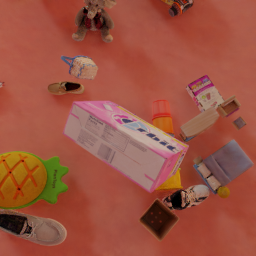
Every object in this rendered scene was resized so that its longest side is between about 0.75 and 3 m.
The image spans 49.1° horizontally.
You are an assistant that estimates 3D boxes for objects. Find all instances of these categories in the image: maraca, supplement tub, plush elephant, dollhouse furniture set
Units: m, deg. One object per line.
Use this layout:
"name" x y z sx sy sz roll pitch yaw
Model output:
"maraca" -3.058 1.513 8.273 2.548 1.363 1.747 2 66 -10
"supplement tub" 1.887 -4.352 10.019 0.900 0.481 0.481 -38 80 -8
"plush elephant" -1.137 -3.910 9.474 1.420 1.335 1.724 9 77 2
"dollhouse furniture set" 2.934 0.550 8.178 2.244 1.551 2.377 -34 78 3

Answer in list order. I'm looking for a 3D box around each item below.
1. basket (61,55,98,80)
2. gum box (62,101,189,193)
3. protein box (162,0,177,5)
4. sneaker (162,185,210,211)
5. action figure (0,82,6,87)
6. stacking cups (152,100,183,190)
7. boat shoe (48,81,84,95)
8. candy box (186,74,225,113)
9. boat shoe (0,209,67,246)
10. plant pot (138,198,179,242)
"basket" -1.508 -1.936 8.724 1.009 0.890 0.702 46 120 28
"gum box" -0.107 0.272 7.349 2.963 1.681 0.980 31 109 21
"protein box" 1.425 -5.459 9.975 1.404 0.954 1.415 30 78 1
"sneaker" 1.791 2.070 8.291 1.515 0.986 0.605 -10 78 -2
"action figure" -4.654 -1.493 9.443 1.014 0.755 0.680 3 108 -17
"stacking cups" 1.192 0.514 8.819 0.850 0.850 2.810 -2 73 0
"boat shoe" -2.103 -1.383 9.373 1.240 0.412 0.459 -2 77 -1
"candy box" 2.573 -1.091 9.336 0.783 0.350 1.148 -29 79 -6
"boat shoe" -2.930 2.941 8.189 2.221 0.791 0.775 15 78 3
"plant pot" 0.873 2.674 8.270 0.861 0.763 0.860 41 80 10
